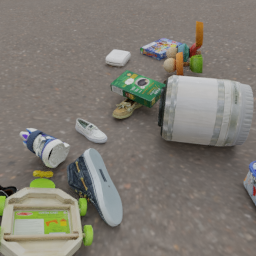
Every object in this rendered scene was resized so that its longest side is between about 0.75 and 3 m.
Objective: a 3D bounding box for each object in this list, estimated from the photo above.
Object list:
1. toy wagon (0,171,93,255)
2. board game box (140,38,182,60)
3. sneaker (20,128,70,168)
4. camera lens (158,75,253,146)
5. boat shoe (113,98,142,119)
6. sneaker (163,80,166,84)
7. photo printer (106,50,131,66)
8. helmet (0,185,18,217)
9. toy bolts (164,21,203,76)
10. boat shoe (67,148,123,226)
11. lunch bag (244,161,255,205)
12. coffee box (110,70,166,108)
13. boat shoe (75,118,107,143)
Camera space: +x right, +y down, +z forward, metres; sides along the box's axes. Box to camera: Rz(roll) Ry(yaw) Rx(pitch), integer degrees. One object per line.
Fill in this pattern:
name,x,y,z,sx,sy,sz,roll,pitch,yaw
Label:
toy wagon,-2.032,2.030,6.748,2.101,0.536,2.707,7,25,-21
board game box,1.863,-4.439,15.594,1.405,0.358,2.075,30,47,33
sneaker,-2.577,0.505,8.061,1.450,0.798,1.980,21,-2,2
camera lens,2.372,-0.543,9.093,2.687,2.149,2.149,7,38,8
boat shoe,0.007,-0.915,10.870,0.637,0.544,1.737,22,40,25
sneaker,2.423,-1.551,11.796,2.022,0.712,0.764,24,16,33
photo printer,-0.532,-3.587,14.443,1.024,0.428,1.231,13,40,14
helmet,-3.246,1.840,7.134,0.871,0.830,0.871,-25,46,28
toy bolts,2.647,-3.790,13.474,1.766,2.432,2.546,1,19,12
boat shoe,-0.925,1.695,7.483,0.989,0.771,2.178,-36,60,21
lunch bag,4.458,1.600,7.373,2.545,0.962,2.039,-2,36,-4
coffee box,0.398,-1.559,10.988,1.928,0.424,1.185,25,52,24
boat shoe,-1.320,0.085,9.690,1.378,0.460,0.507,22,43,26
